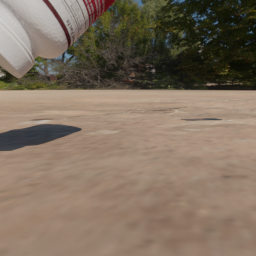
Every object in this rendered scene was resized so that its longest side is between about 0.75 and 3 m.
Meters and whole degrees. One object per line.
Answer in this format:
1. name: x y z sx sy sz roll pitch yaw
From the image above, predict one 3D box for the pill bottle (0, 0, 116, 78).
1. pill bottle: -1.018 -1.801 3.754 2.259 1.276 1.276 -49 28 -14
